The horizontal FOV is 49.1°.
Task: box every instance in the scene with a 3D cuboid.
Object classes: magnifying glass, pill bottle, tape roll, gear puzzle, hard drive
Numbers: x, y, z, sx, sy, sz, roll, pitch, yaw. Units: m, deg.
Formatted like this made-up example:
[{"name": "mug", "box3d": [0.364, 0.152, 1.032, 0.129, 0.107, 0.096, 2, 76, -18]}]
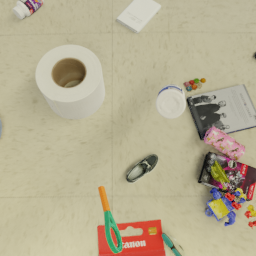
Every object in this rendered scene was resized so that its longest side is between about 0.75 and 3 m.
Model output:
[{"name": "magnifying glass", "box3d": [-0.431, 2.073, 6.437, 0.171, 0.608, 1.527, -26, 62, 10]}, {"name": "pill bottle", "box3d": [-4.553, -5.600, 12.756, 0.751, 0.751, 1.348, 38, 75, 12]}, {"name": "pill bottle", "box3d": [1.391, -0.919, 9.037, 0.905, 1.632, 0.905, 3, 107, 9]}, {"name": "tape roll", "box3d": [-2.149, -1.738, 10.887, 2.442, 1.677, 2.442, 0, 70, 0]}, {"name": "gear puzzle", "box3d": [2.858, -1.861, 11.756, 0.978, 0.128, 0.506, -21, 72, -7]}, {"name": "hard drive", "box3d": [0.505, -5.291, 12.920, 1.207, 0.244, 1.830, 35, 75, 12]}]

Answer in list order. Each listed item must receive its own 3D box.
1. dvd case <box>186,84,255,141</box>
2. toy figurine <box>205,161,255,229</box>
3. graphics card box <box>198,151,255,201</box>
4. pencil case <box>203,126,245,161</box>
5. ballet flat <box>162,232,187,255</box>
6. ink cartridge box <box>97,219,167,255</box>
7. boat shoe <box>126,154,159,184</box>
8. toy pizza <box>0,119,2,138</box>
[{"name": "dvd case", "box3d": [3.821, -0.660, 11.234, 2.488, 0.308, 1.870, -13, 71, -5]}, {"name": "toy figurine", "box3d": [3.115, 2.549, 9.624, 1.462, 1.287, 2.440, -41, 73, 29]}, {"name": "graphics card box", "box3d": [3.680, 1.762, 10.274, 1.939, 0.493, 1.217, 20, 72, 8]}, {"name": "pencil case", "box3d": [3.598, 0.600, 10.458, 1.572, 0.680, 0.651, 31, 44, -2]}, {"name": "ballet flat", "box3d": [1.590, 4.018, 9.595, 0.357, 0.386, 1.144, -24, 73, -42]}, {"name": "ink cartridge box", "box3d": [0.189, 4.627, 9.162, 2.363, 0.735, 2.936, -5, 72, -2]}, {"name": "boat shoe", "box3d": [0.566, 1.492, 10.384, 0.575, 0.459, 1.520, 43, 76, 14]}, {"name": "toy pizza", "box3d": [-6.130, 0.203, 10.880, 2.516, 0.399, 2.516, 0, 71, -1]}]
